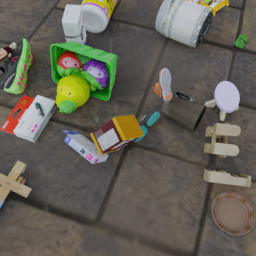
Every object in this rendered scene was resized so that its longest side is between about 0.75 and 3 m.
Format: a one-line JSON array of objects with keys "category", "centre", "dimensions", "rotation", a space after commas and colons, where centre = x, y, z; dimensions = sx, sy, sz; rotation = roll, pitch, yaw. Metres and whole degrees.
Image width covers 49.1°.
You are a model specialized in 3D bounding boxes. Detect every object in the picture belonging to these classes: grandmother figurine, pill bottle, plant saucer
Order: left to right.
[{"category": "grandmother figurine", "centre": [-5.774, -3.605, 13.244], "dimensions": [0.757, 0.378, 1.248], "rotation": [40, 69, 11]}, {"category": "pill bottle", "centre": [-1.437, -6.326, 14.173], "dimensions": [1.516, 1.516, 2.908], "rotation": [11, 61, 7]}, {"category": "plant saucer", "centre": [3.514, 2.885, 9.448], "dimensions": [1.429, 0.261, 1.429], "rotation": [0, 60, -1]}]

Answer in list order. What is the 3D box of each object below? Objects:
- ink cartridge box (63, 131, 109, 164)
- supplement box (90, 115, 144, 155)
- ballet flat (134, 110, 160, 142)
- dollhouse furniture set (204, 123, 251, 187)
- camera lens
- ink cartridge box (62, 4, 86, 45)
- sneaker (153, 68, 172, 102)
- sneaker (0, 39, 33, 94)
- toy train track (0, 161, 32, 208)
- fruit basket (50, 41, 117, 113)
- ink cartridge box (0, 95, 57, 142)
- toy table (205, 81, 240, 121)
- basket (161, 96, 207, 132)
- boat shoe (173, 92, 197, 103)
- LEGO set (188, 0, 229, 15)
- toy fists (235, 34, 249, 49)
[{"category": "ink cartridge box", "centre": [-1.618, 0.678, 10.343], "dimensions": [1.692, 1.010, 0.355], "rotation": [37, 102, 18]}, {"category": "supplement box", "centre": [-0.382, 0.233, 10.018], "dimensions": [1.264, 1.282, 0.851], "rotation": [-10, 71, -57]}, {"category": "ballet flat", "centre": [0.627, -0.113, 11.078], "dimensions": [0.572, 0.572, 1.567], "rotation": [38, 80, 20]}, {"category": "dollhouse furniture set", "centre": [3.509, 0.899, 9.797], "dimensions": [1.367, 1.803, 2.057], "rotation": [6, 86, 5]}, {"category": "camera lens", "centre": [2.660, -4.995, 13.194], "dimensions": [2.259, 1.807, 1.807], "rotation": [27, 63, 14]}, {"category": "ink cartridge box", "centre": [-2.449, -4.579, 12.999], "dimensions": [0.731, 1.745, 1.266], "rotation": [3, 59, 2]}, {"category": "sneaker", "centre": [1.191, -1.630, 10.285], "dimensions": [0.517, 1.333, 0.747], "rotation": [-26, 39, -23]}, {"category": "sneaker", "centre": [-5.007, -2.855, 12.358], "dimensions": [1.227, 1.124, 2.928], "rotation": [4, 58, -2]}, {"category": "toy train track", "centre": [-4.384, 2.477, 9.630], "dimensions": [1.626, 0.461, 2.835], "rotation": [25, 68, 6]}, {"category": "fruit basket", "centre": [-2.036, -2.043, 11.488], "dimensions": [2.990, 2.157, 2.990], "rotation": [5, 43, -5]}, {"category": "ink cartridge box", "centre": [-4.060, -0.524, 11.384], "dimensions": [1.655, 0.415, 1.907], "rotation": [18, 61, 9]}, {"category": "toy table", "centre": [3.915, -1.077, 11.437], "dimensions": [1.375, 0.876, 1.496], "rotation": [17, 60, 10]}, {"category": "basket", "centre": [2.172, -0.653, 11.138], "dimensions": [1.487, 1.011, 1.341], "rotation": [25, 46, 19]}, {"category": "boat shoe", "centre": [2.503, -1.077, 11.685], "dimensions": [1.396, 0.438, 0.507], "rotation": [30, 63, 16]}, {"category": "LEGO set", "centre": [4.081, -6.672, 14.520], "dimensions": [2.984, 1.373, 1.111], "rotation": [-22, 54, -18]}, {"category": "toy fists", "centre": [5.521, -4.242, 13.645], "dimensions": [0.457, 0.309, 0.897], "rotation": [28, 64, 16]}]
